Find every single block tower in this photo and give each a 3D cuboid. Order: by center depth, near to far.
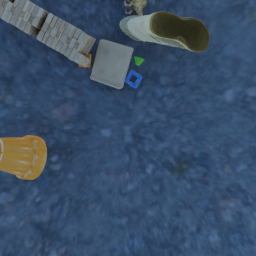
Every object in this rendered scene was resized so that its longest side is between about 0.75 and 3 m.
[{"bbox_3d":[-2.254,-2.747,7.593,2.917,0.788,0.843,33,101,7],"label":"block tower"}]

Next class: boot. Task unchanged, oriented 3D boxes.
[{"bbox_3d":[0.991,-2.546,7.463,2.093,1.619,0.754,4,103,-35],"label":"boot"}]

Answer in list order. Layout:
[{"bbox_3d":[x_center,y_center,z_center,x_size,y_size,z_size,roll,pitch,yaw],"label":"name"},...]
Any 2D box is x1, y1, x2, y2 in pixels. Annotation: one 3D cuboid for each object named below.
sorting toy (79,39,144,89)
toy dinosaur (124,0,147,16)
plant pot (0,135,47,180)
[{"bbox_3d":[-0.442,-1.754,7.699,2.028,0.276,1.142,22,102,21],"label":"sorting toy"},{"bbox_3d":[0.227,-3.528,8.064,0.651,0.375,1.288,-8,81,0],"label":"toy dinosaur"},{"bbox_3d":[-2.725,0.672,6.813,1.107,1.013,1.107,-12,71,38],"label":"plant pot"}]
